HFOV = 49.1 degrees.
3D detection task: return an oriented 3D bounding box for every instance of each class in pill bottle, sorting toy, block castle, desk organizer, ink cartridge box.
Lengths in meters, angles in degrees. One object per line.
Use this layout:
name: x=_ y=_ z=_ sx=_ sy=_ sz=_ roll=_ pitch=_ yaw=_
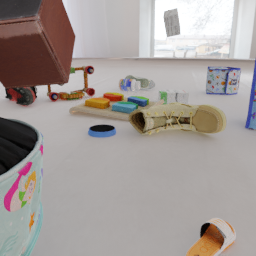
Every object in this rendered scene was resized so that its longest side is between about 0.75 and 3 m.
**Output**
pill bottle: x=0.096 y=-2.308 z=14.961 sx=1.094 sy=0.613 sz=0.613 roll=6 pitch=18 yaw=19
sorting toy: x=-0.348 y=-0.930 z=10.686 sx=2.922 sy=0.533 sz=2.704 roll=6 pitch=18 yaw=21
block castle: x=-2.593 y=-2.034 z=12.663 sx=2.205 sy=1.473 sz=1.034 roll=-12 pitch=22 yaw=-30
desk organizer: x=-1.257 y=-1.924 z=3.916 sx=0.972 sy=1.044 sz=2.710 roll=-4 pitch=58 yaw=7
ink cartridge box: x=1.946 y=-1.344 z=12.051 sx=1.201 sy=0.505 sz=0.877 roll=0 pitch=17 yaw=1

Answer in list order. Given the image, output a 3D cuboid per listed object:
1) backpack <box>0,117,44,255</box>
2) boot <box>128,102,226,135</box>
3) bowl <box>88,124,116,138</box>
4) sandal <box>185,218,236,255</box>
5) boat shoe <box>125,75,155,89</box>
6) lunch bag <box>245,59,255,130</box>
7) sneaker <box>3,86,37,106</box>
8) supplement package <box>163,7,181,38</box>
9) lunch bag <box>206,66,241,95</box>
backpack: x=-2.270 y=0.724 z=2.520 sx=2.913 sy=2.193 sz=2.586 roll=0 pitch=14 yaw=-4
boot: x=1.302 y=-0.220 z=7.854 sx=1.837 sy=0.860 sz=2.363 roll=-11 pitch=19 yaw=-32
bowl: x=-0.747 y=0.071 z=8.111 sx=0.819 sy=0.161 sz=0.819 roll=0 pitch=17 yaw=0
sandal: x=1.100 y=1.402 z=3.614 sx=0.395 sy=0.296 sz=1.031 roll=14 pitch=22 yaw=38
boat shoe: x=0.643 y=-2.479 z=15.602 sx=0.739 sy=0.724 sz=2.075 roll=7 pitch=8 yaw=-44
lunch bag: x=4.796 y=-1.364 z=7.983 sx=2.228 sy=2.959 sz=1.392 roll=11 pitch=20 yaw=31
sneaker: x=-4.388 y=-1.559 z=12.032 sx=1.265 sy=0.915 sz=2.589 roll=-15 pitch=22 yaw=-35
supplement package: x=1.516 y=-3.613 z=9.589 sx=0.503 sy=0.706 sz=0.907 roll=-8 pitch=33 yaw=16
lunch bag: x=4.720 y=-2.353 z=13.900 sx=1.564 sy=1.330 sz=0.969 roll=4 pitch=23 yaw=10
